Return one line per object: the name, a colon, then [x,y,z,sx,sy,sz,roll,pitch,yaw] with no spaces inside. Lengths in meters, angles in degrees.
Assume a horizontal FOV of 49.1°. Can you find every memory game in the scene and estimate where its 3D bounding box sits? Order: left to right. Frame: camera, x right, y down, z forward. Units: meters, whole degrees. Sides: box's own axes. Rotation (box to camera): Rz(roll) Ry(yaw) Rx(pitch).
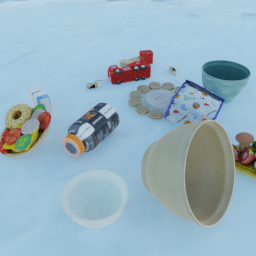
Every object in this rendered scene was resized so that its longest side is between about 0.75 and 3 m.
memory game: [1.510,-1.232,12.278,3.010,0.192,3.010,1,38,-1]

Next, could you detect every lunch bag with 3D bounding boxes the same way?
lunch bag: [2.690,-0.932,10.873,1.813,1.321,2.133,30,41,13]

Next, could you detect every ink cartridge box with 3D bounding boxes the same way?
ink cartridge box: [-3.661,-1.120,11.637,0.485,0.833,1.152,-27,45,-30]

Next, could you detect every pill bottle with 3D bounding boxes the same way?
pill bottle: [-1.316,0.081,9.830,1.151,1.151,2.167,20,42,24]

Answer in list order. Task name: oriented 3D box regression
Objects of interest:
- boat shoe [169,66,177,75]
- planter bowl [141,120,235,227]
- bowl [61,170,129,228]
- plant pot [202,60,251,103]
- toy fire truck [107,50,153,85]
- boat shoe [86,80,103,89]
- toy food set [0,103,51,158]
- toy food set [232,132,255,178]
boat shoe: [2.347,-3.035,14.563,0.294,0.264,0.814,-6,38,-8]
planter bowl: [1.513,1.138,7.636,1.793,2.664,2.664,-2,28,44]
bowl: [-0.858,2.025,7.573,1.797,0.808,1.797,-2,34,1]
plant pot: [4.164,-1.947,12.287,2.008,1.345,2.008,0,38,0]
toy fire truck: [0.196,-3.169,14.376,2.893,0.705,2.040,-13,39,-15]
boat shoe: [-1.536,-2.018,13.250,0.849,0.317,0.291,-20,46,-11]
toy food set: [-3.641,0.036,9.784,2.176,0.535,2.199,0,54,25]
toy food set: [3.970,0.751,9.001,2.493,0.814,1.466,20,43,36]
